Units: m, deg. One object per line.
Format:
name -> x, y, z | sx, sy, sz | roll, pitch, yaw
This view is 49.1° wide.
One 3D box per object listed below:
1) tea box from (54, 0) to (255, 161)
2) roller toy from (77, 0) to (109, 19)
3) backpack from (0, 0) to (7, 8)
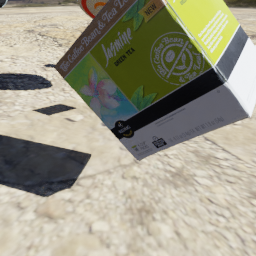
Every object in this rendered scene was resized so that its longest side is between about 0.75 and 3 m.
tea box -> 0.447, -0.927, 4.204 | 2.143, 2.109, 1.432 | -31, 14, 46
roller toy -> -0.435, -4.168, 8.415 | 2.152, 1.504, 1.963 | 10, -13, 43
backpack -> -4.485, -4.344, 8.396 | 1.621, 1.439, 1.220 | -4, 58, -18
